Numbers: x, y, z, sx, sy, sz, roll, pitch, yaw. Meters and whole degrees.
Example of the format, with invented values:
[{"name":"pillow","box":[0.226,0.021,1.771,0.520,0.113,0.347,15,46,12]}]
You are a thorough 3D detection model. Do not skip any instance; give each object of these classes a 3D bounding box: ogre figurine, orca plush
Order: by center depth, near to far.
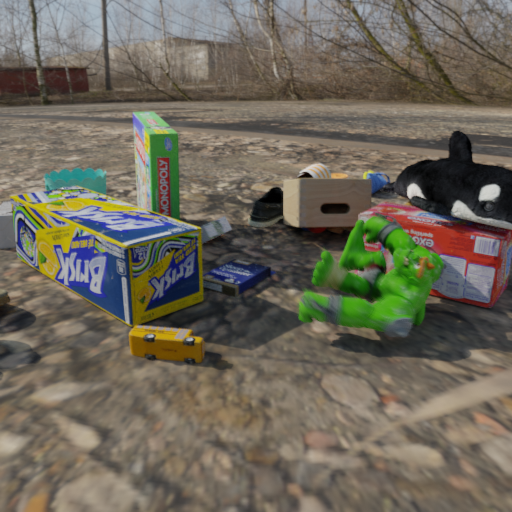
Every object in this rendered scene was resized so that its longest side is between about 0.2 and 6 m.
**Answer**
[{"name":"ogre figurine","box":[1.965,0.336,8.837,1.616,1.323,2.696,23,25,23]},{"name":"orca plush","box":[3.758,-1.546,10.281,2.104,1.422,3.999,7,13,-4]}]

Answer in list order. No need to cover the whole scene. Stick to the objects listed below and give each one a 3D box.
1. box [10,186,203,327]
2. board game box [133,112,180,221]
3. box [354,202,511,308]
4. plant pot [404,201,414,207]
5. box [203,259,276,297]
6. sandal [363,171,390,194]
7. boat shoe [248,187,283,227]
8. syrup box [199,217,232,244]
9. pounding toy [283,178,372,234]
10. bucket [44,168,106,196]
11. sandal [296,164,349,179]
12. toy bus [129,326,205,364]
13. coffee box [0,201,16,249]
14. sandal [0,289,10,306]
[{"name":"box","box":[-2.901,-0.197,10.378,1.531,1.405,4.371,-18,26,-41]},{"name":"board game box","box":[-2.255,-1.638,12.461,0.583,2.697,4.008,-5,20,-15]},{"name":"box","box":[3.226,-0.099,10.260,2.582,1.287,1.233,13,22,32]},{"name":"plant pot","box":[3.563,-0.655,11.863,1.624,1.514,1.514,-19,25,-16]},{"name":"box","box":[-0.330,0.359,10.605,0.861,0.230,1.421,12,22,30]},{"name":"sandal","box":[3.670,-2.255,17.196,0.740,0.676,1.701,12,24,18]},{"name":"boat shoe","box":[0.486,-1.409,14.558,0.834,0.740,2.231,16,28,30]},{"name":"syrup box","box":[-0.993,-0.585,12.817,0.366,0.354,0.900,-27,2,36]},{"name":"pounding toy","box":[1.866,-1.012,13.017,2.146,1.526,1.976,-1,6,-9]},{"name":"bucket","box":[-4.791,-1.695,14.999,1.645,1.070,1.645,1,19,0]},{"name":"sandal","box":[2.036,-2.614,17.969,1.002,0.750,2.616,17,26,39]},{"name":"toy bus","box":[-1.255,1.251,7.964,1.082,0.352,0.424,3,19,10]},{"name":"coffee box","box":[-5.596,-0.734,12.800,0.541,0.766,1.356,-5,20,-13]},{"name":"sandal","box":[-5.475,0.462,9.435,3.012,0.813,1.210,11,23,29]}]
